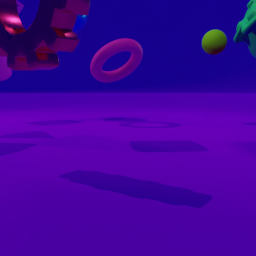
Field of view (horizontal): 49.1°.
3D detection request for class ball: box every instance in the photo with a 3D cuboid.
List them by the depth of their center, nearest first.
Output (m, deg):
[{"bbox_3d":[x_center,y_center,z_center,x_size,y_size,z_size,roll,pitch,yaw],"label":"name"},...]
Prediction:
[{"bbox_3d":[2.539,-2.519,8.240,0.712,0.712,0.712,0,8,0],"label":"ball"},{"bbox_3d":[-2.002,-3.870,9.392,1.349,1.349,1.349,0,8,0],"label":"ball"}]

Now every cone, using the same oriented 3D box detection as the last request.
[{"bbox_3d":[-2.990,-1.773,6.059,1.090,1.094,1.090,20,33,-14],"label":"cone"}]

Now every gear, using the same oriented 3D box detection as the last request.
[{"bbox_3d":[-1.051,-1.384,2.915,1.530,1.530,0.283,6,13,35],"label":"gear"}]

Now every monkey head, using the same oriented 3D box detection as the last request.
[{"bbox_3d":[2.417,-1.738,4.559,1.047,1.250,1.738,20,-2,1],"label":"monkey head"}]

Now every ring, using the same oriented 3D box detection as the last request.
[{"bbox_3d":[-0.321,-1.916,8.105,1.628,0.326,1.628,-24,-22,-10],"label":"ring"}]

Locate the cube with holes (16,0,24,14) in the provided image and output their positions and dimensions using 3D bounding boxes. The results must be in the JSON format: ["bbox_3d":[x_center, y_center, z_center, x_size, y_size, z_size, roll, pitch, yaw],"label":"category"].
[{"bbox_3d":[-4.054,-3.540,8.626,1.006,1.006,1.006,33,-29,-32],"label":"cube with holes"}]
